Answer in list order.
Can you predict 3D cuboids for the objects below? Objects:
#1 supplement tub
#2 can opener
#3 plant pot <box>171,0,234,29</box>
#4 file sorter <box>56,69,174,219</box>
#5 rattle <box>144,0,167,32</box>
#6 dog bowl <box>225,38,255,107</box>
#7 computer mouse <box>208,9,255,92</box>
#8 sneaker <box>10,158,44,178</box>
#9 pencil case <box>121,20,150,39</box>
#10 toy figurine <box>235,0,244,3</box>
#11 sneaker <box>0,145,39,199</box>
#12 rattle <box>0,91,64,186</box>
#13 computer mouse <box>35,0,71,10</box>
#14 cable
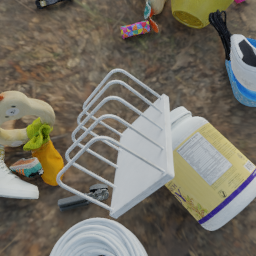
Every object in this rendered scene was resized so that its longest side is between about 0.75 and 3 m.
[{"bbox_3d":[1.702,0.909,6.815,1.866,1.866,2.567,-38,71,-15],"label":"supplement tub"},{"bbox_3d":[-1.155,1.799,7.332,1.321,0.352,0.442,-13,34,-5],"label":"can opener"},{"bbox_3d":[2.322,-4.266,9.146,2.261,2.261,1.605,26,94,11],"label":"plant pot"},{"bbox_3d":[-0.178,0.133,4.610,1.213,1.352,1.949,33,35,-20],"label":"file sorter"},{"bbox_3d":[0.438,-4.806,9.886,1.998,1.821,2.797,12,93,18],"label":"rattle"},{"bbox_3d":[3.761,-1.701,8.687,1.293,0.575,2.320,-5,67,-2],"label":"dog bowl"},{"bbox_3d":[2.296,-1.481,5.829,0.511,1.277,2.329,-25,40,14],"label":"computer mouse"},{"bbox_3d":[-2.666,1.093,7.352,0.434,1.217,0.486,-44,115,-42],"label":"sneaker"},{"bbox_3d":[0.257,-3.345,9.511,1.011,0.447,0.447,-15,67,-9],"label":"pencil case"},{"bbox_3d":[3.750,-5.413,10.143,1.916,1.563,2.082,37,46,1],"label":"toy figurine"},{"bbox_3d":[-3.342,1.081,7.301,2.335,0.860,1.350,9,69,5],"label":"sneaker"},{"bbox_3d":[-2.680,0.156,6.629,1.836,2.820,2.014,-6,66,-3],"label":"rattle"},{"bbox_3d":[-3.074,-5.481,10.404,1.387,0.555,2.530,-25,74,-5],"label":"computer mouse"},{"bbox_3d":[-0.615,3.235,5.993,2.438,0.844,2.439,35,86,31],"label":"cable"}]
